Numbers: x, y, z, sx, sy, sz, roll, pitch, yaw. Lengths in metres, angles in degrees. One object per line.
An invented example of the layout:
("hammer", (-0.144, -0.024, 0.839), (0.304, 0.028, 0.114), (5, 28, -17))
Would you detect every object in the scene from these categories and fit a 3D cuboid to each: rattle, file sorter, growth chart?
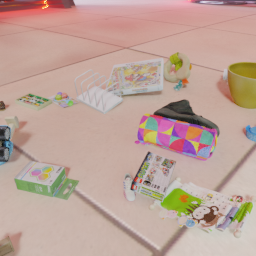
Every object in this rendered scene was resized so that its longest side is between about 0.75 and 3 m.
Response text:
("rattle", (2.887, -2.581, 14.430), (1.633, 1.792, 2.509), (-34, 47, 9))
("file sorter", (-1.269, -1.601, 11.937), (1.719, 1.070, 1.193), (28, 51, 29))
("growth chart", (1.874, 1.976, 7.121), (2.370, 0.210, 1.715), (12, 32, 28))

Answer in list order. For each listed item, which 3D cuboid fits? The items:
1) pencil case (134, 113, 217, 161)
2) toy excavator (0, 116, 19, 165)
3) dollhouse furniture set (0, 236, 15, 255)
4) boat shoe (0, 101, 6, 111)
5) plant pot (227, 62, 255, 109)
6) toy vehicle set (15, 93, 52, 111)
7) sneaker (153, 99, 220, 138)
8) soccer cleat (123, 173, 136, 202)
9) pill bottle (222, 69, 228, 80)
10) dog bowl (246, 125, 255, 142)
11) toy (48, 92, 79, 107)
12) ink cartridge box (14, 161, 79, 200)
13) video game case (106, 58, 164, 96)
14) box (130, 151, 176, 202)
("pencil case", (1.567, 0.298, 9.186), (2.601, 1.150, 1.150), (13, 34, 23))
("toy excavator", (-4.179, 0.339, 9.229), (0.991, 1.983, 1.929), (-1, 76, -4))
("dollhouse furniture set", (-2.475, 2.750, 5.541), (0.568, 0.665, 1.284), (-21, 37, -27))
("boat shoe", (-5.797, -0.997, 11.847), (1.253, 0.441, 0.441), (2, 34, 5))
("plant pot", (5.269, -1.740, 11.983), (2.178, 1.546, 2.178), (0, 31, 0))
("toy vehicle set", (-4.163, -1.165, 12.352), (1.391, 0.184, 0.864), (17, 35, 25))
("sneaker", (2.321, -0.397, 10.356), (2.512, 0.960, 1.439), (18, 42, 36))
("soccer cleat", (0.011, 1.601, 7.666), (0.310, 0.383, 0.887), (-5, 32, -7))
("pill bottle", (5.496, -2.681, 14.335), (1.173, 0.680, 0.680), (12, 34, 19))
("dog bowl", (4.822, 0.127, 10.117), (1.323, 0.328, 0.738), (-15, 35, -23))
("toy", (-2.937, -1.369, 12.532), (0.848, 0.348, 1.472), (-24, 39, -34))
("ink cartridge box", (-2.256, 1.443, 7.849), (1.546, 0.458, 0.802), (9, 33, 14))
("video game case", (0.386, -2.526, 13.682), (2.674, 0.336, 2.938), (-6, 37, 12))
("box", (0.753, 1.302, 7.863), (0.921, 0.290, 1.673), (19, 29, 11))
